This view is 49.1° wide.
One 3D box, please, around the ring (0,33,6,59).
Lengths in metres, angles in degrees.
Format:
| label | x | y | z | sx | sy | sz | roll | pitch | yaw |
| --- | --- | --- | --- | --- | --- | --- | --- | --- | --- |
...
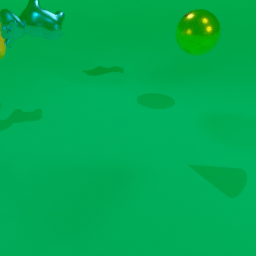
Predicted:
| label | x | y | z | sx | sy | sz | roll | pitch | yaw |
| --- | --- | --- | --- | --- | --- | --- | --- | --- | --- |
| ring | -3.305 | -2.376 | 6.802 | 0.283 | 1.414 | 1.414 | -8 | 31 | -9 |

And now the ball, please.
| label | x | y | z | sx | sy | sz | roll | pitch | yaw |
| --- | --- | --- | --- | --- | --- | --- | --- | --- | --- |
| ball | 1.843 | -2.516 | 7.414 | 1.168 | 1.168 | 1.168 | 0 | 31 | 0 |

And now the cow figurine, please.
| label | x | y | z | sx | sy | sz | roll | pitch | yaw |
| --- | --- | --- | --- | --- | --- | --- | --- | --- | --- |
| cow figurine | -2.033 | -2.159 | 5.975 | 1.315 | 0.722 | 1.294 | 18 | 54 | -21 |
